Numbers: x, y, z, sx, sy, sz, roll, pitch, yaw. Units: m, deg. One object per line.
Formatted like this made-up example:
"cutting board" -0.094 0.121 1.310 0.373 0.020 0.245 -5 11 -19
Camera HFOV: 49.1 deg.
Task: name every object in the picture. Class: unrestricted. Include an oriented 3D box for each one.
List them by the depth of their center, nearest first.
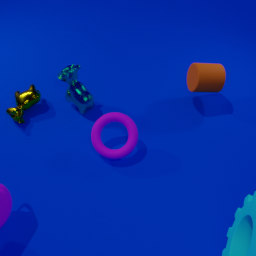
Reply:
"gear" 2.165 2.080 4.968 0.344 1.862 1.862 20 56 9
"teapot" -2.932 1.630 5.548 0.848 1.077 1.733 3 79 33
"ring" -0.336 0.190 7.009 1.182 0.236 1.182 -1 81 4
"cow figurine" -1.392 -1.085 7.681 1.246 1.226 0.684 45 64 11
"cylinder" 2.139 -1.380 7.729 0.791 0.791 0.791 0 53 -11
"cow figurine" -2.900 -0.663 7.879 1.035 0.568 1.018 -26 50 2
